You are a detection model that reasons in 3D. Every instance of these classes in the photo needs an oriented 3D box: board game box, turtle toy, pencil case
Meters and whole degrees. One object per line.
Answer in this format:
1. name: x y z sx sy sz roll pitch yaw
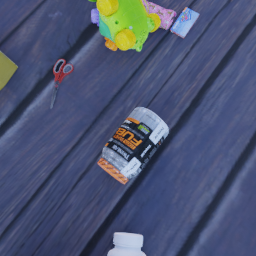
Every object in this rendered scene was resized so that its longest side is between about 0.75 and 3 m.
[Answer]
1. board game box: 2.031 -3.765 10.006 0.581 0.110 1.129 32 76 7
2. turtle toy: -0.376 -3.737 8.904 2.135 1.481 2.930 -45 113 -38
3. pencil case: 0.841 -4.033 9.808 1.610 0.696 0.666 27 39 7

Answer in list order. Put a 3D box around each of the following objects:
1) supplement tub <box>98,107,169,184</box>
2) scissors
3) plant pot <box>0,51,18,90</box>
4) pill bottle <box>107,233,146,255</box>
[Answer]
1. supplement tub: 0.135 0.517 8.164 1.267 1.267 2.067 35 77 10
2. scissors: -2.416 -1.510 9.369 0.648 0.123 1.771 23 76 4
3. plant pot: -4.702 -1.798 8.791 1.454 1.464 1.498 23 82 6
4. pill bottle: -0.059 3.788 7.315 1.063 1.063 1.914 4 74 1
